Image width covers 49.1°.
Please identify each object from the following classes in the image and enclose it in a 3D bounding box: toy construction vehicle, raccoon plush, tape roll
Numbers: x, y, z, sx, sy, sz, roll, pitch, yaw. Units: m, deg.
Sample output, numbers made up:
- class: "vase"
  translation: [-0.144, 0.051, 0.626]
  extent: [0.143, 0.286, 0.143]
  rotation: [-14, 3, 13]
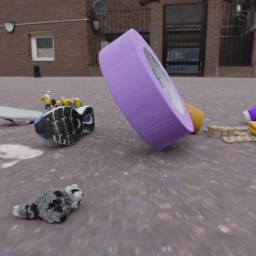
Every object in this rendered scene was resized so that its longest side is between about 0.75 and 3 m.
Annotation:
- class: "toy construction vehicle"
  translation: [-2.986, -1.200, 12.375]
  extent: [1.450, 0.586, 1.665]
  rotation: [-8, 15, -34]
- class: "raccoon plush"
  translation: [-0.954, 0.891, 3.523]
  extent: [0.796, 0.385, 0.534]
  rotation: [3, 5, 13]
- class: "tape roll"
  translation: [0.448, -0.832, 6.107]
  extent: [0.826, 2.517, 2.517]
  rotation: [-31, 3, 19]

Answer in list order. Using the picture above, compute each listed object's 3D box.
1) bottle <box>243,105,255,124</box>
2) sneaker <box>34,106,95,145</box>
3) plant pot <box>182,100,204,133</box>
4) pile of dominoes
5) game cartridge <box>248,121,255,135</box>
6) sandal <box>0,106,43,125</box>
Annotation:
- class: "bottle"
  translation: [4.483, -0.590, 8.668]
  extent: [1.715, 0.560, 0.716]
  rotation: [-20, 29, 12]
- class: "sneaker"
  translation: [-1.670, -0.072, 7.012]
  extent: [1.046, 0.922, 2.347]
  rotation: [-6, 3, 15]
- class: "plant pot"
  translation: [1.558, -0.267, 7.660]
  extent: [0.867, 0.947, 0.947]
  rotation: [16, 13, 1]
- class: "pile of dominoes"
  translation: [3.003, 0.059, 7.412]
  extent: [1.747, 0.278, 1.362]
  rotation: [-3, 13, -13]
- class: "game cartridge"
  translation: [3.918, 0.145, 6.935]
  extent: [1.516, 0.246, 1.337]
  rotation: [9, 14, 7]
- class: "sandal"
  translation: [-3.434, -0.307, 8.855]
  extent: [1.782, 0.438, 0.725]
  rotation: [6, 21, -42]
